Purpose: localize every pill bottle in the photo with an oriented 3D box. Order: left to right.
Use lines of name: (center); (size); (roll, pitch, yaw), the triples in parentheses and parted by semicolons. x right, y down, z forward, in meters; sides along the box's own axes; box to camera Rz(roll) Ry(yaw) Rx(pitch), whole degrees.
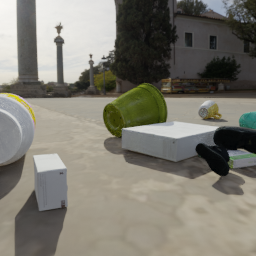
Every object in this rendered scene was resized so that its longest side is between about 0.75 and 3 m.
pill bottle: (-2.833, -0.019, 6.242); (1.464, 1.464, 2.807); (-2, 9, -17)

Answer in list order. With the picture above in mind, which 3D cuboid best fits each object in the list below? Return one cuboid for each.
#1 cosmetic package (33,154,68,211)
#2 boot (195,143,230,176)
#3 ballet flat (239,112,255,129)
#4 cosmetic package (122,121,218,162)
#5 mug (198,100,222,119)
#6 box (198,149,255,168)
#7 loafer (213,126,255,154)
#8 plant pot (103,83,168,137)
cosmetic package: (-1.143, 0.741, 4.063); (0.400, 0.557, 0.987); (-3, 6, -20)
boot: (1.737, 0.577, 5.262); (0.685, 0.311, 0.816); (8, 29, -39)
ballet flat: (5.101, -0.076, 9.467); (2.708, 0.912, 0.953); (-2, 33, -15)
cosmetic package: (1.220, 0.259, 7.283); (2.261, 0.584, 1.705); (-8, 15, -44)
mug: (4.305, -0.927, 14.886); (1.181, 0.946, 0.969); (-2, 13, 38)
box: (2.217, 0.625, 6.174); (0.815, 0.205, 1.129); (-3, 7, -23)
loafer: (2.848, 0.257, 6.387); (1.730, 0.630, 0.625); (17, 23, 12)
plant pot: (0.130, -0.470, 9.502); (1.696, 1.761, 1.761); (-22, 20, -38)
